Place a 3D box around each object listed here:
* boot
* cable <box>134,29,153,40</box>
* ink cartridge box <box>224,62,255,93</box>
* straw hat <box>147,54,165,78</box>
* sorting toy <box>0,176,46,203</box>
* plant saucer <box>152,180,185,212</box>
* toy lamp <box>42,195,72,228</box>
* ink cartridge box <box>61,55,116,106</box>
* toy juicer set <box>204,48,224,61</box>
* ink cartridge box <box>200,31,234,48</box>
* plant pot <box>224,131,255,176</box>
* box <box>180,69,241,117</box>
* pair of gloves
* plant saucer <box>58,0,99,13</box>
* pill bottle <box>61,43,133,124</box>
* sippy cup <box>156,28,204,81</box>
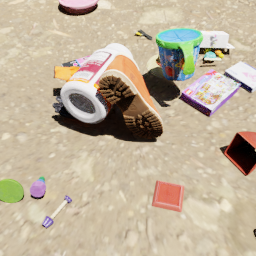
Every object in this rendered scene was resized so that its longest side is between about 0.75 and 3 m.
[{"bbox_3d":[0.309,-0.940,8.520,1.080,2.879,1.544,-16,40,27],"label":"boot"},{"bbox_3d":[0.773,-4.414,13.314,0.979,0.246,0.476,33,39,10],"label":"cable"},{"bbox_3d":[4.857,-2.150,11.265,1.398,0.303,1.372,-32,56,-23],"label":"ink cartridge box"},{"bbox_3d":[1.562,-2.880,11.615,1.660,0.702,1.660,0,49,0],"label":"straw hat"},{"bbox_3d":[-3.412,1.594,7.966,2.257,0.783,0.777,-3,26,0],"label":"sorting toy"},{"bbox_3d":[1.154,1.887,7.929,0.843,0.155,0.841,11,51,8],"label":"plant saucer"},{"bbox_3d":[-1.919,2.254,7.548,0.279,0.279,0.960,27,52,21],"label":"toy lamp"},{"bbox_3d":[-1.469,-1.742,10.807,1.320,0.517,2.789,-22,55,-20],"label":"ink cartridge box"},{"bbox_3d":[3.653,-3.002,11.951,0.818,0.350,1.286,15,40,7],"label":"toy juicer set"},{"bbox_3d":[3.765,-3.909,12.346,1.754,0.595,1.010,2,28,1],"label":"ink cartridge box"},{"bbox_3d":[3.735,0.669,8.494,0.870,0.986,0.987,-16,50,-29],"label":"plant pot"},{"bbox_3d":[3.113,-1.373,10.535,1.951,0.381,1.335,-37,59,-27],"label":"box"},{"bbox_3d":[-1.691,-1.268,9.942,1.910,0.265,2.144,4,67,-18],"label":"pair of gloves"},{"bbox_3d":[-2.593,-6.790,15.003,2.193,0.556,2.193,-1,50,2],"label":"plant saucer"},{"bbox_3d":[-0.864,-1.585,9.265,1.578,1.578,2.794,18,49,15],"label":"pill bottle"},{"bbox_3d":[1.729,-2.457,9.554,1.577,1.472,2.009,13,40,24],"label":"sippy cup"}]
